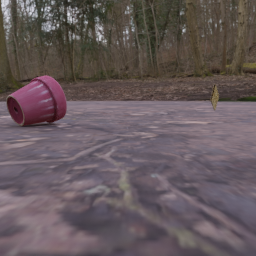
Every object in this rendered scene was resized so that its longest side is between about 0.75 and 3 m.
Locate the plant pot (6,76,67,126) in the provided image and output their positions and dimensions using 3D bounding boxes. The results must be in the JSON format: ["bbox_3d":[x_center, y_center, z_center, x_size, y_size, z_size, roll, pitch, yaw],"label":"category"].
[{"bbox_3d":[-2.766,-0.707,8.311,1.444,1.444,1.293,6,26,41],"label":"plant pot"}]

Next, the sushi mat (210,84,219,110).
[{"bbox_3d":[3.009,-1.040,9.709,0.076,0.599,1.253,12,-7,25],"label":"sushi mat"}]
